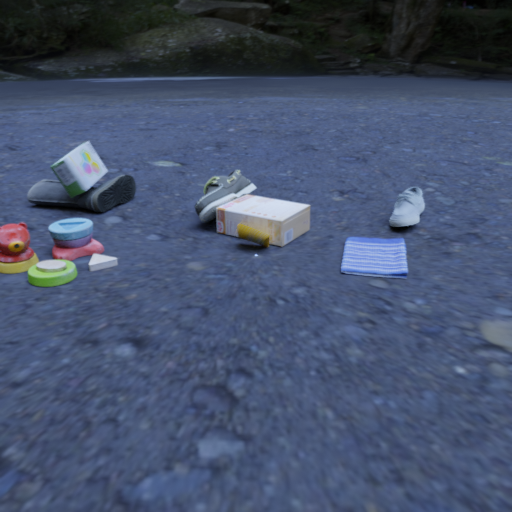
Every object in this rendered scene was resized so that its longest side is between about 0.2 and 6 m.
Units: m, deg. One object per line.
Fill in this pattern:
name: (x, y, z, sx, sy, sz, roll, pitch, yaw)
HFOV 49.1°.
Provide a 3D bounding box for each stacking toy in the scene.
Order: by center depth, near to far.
stacking toy: (-3.588, -0.209, 10.084, 1.718, 0.802, 1.898, 20, 30, 40)

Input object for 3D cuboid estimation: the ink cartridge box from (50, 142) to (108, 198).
ink cartridge box: (-4.000, -2.094, 13.040, 0.476, 0.833, 1.604, -20, 24, 24)

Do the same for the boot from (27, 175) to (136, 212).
boot: (-4.225, -1.578, 13.723, 2.019, 0.732, 1.835, 3, 20, 25)

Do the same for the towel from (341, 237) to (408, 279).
towel: (2.207, -0.010, 10.405, 1.172, 0.193, 1.619, 4, 23, 11)

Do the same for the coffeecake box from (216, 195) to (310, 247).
coffeecake box: (0.150, -0.774, 11.728, 1.589, 0.580, 1.220, 13, 26, 29)

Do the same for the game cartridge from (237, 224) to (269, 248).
game cartridge: (-0.054, -0.390, 10.815, 0.646, 0.105, 0.570, 19, -17, 8)

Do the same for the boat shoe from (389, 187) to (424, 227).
boat shoe: (3.305, -1.117, 12.350, 0.622, 0.635, 1.784, -4, 18, 27)

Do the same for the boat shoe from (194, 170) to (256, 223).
boat shoe: (-0.800, -1.399, 12.627, 0.878, 0.734, 2.456, -40, 0, 28)
